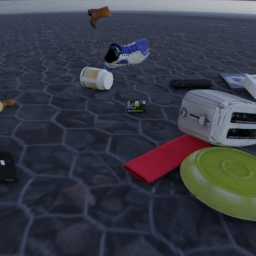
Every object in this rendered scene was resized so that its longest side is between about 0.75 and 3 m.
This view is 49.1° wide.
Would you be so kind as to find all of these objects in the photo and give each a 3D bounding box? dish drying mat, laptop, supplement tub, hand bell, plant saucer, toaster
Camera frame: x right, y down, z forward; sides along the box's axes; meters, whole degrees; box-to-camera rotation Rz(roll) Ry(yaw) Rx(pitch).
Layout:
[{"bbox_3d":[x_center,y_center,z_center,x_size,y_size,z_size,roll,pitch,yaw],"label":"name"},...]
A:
[{"bbox_3d":[1.273,0.861,8.537,2.826,0.257,1.085,-23,37,-34],"label":"dish drying mat"},{"bbox_3d":[-4.179,1.329,7.838,1.794,0.927,1.590,12,19,-37],"label":"laptop"},{"bbox_3d":[-1.528,-2.415,13.718,1.372,0.991,0.991,14,32,24],"label":"supplement tub"},{"bbox_3d":[-5.177,-0.959,11.569,0.843,0.843,1.620,6,17,11],"label":"hand bell"},{"bbox_3d":[2.796,1.227,7.351,2.793,0.434,2.793,5,28,-3],"label":"plant saucer"},{"bbox_3d":[3.069,-0.294,8.929,2.735,1.554,1.767,3,16,-28],"label":"toaster"}]

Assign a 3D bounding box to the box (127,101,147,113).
[{"bbox_3d":[0.352,-0.901,11.785,0.824,0.203,0.853,-2,29,2],"label":"box"}]

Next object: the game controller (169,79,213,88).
[{"bbox_3d":[3.167,-2.256,14.163,2.073,0.437,1.081,0,14,-1],"label":"game controller"}]

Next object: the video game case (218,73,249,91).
[{"bbox_3d":[5.824,-2.411,14.544,1.612,0.214,2.257,-1,28,-1],"label":"video game case"}]

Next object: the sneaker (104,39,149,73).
[{"bbox_3d":[-0.100,-2.700,10.191,1.835,0.741,1.060,-25,-10,3],"label":"sneaker"}]

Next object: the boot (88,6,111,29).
[{"bbox_3d":[-1.318,-5.296,13.436,1.034,0.974,0.354,-15,-6,-14],"label":"boot"}]

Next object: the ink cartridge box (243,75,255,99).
[{"bbox_3d":[7.151,-1.609,12.659,2.891,0.630,2.509,-4,41,-9],"label":"ink cartridge box"}]
